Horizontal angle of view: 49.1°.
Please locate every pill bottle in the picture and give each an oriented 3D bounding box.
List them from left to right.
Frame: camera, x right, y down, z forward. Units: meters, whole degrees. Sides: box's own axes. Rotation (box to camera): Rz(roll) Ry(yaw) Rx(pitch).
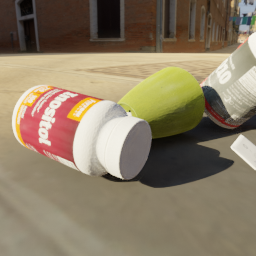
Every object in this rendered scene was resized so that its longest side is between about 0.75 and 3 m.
[{"bbox_3d":[-0.879,0.059,5.338,2.491,1.407,1.407,16,24,30],"label":"pill bottle"},{"bbox_3d":[3.373,-1.412,7.373,1.684,2.957,1.684,17,51,-22],"label":"pill bottle"}]

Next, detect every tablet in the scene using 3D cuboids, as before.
[{"bbox_3d":[2.540,0.483,5.905,0.664,0.070,1.020,45,31,15],"label":"tablet"}]

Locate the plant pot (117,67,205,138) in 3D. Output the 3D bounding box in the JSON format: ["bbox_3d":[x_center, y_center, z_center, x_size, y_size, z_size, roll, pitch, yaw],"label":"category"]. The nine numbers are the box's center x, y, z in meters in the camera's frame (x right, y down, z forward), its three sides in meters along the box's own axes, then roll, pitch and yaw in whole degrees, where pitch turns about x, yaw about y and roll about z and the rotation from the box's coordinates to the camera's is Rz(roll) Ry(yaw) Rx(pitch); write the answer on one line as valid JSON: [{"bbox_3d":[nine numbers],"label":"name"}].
[{"bbox_3d":[0.626,-0.455,7.014,1.806,1.806,1.930,17,31,42],"label":"plant pot"}]
